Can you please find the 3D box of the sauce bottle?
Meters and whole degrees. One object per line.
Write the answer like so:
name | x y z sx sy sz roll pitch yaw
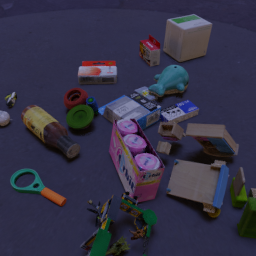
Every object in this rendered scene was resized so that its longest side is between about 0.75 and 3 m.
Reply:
sauce bottle | -2.729 0.109 9.823 0.905 0.905 2.741 -32 48 -31

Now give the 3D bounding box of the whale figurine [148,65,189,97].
whale figurine | 1.787 -2.075 12.213 2.025 1.051 1.611 -31 50 -34

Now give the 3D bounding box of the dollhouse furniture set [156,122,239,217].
dollhouse furniture set | 2.057 1.319 8.718 2.378 1.644 2.519 4 68 38

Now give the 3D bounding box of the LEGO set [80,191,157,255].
LEGO set | -0.336 2.810 6.769 1.740 1.311 2.263 25 42 -15

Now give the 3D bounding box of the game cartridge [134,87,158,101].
game cartridge | 0.810 -1.476 12.223 0.664 0.202 0.996 -21 45 -28

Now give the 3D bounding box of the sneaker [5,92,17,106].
sneaker | -4.989 -1.177 11.792 0.409 0.360 0.968 -7 32 1

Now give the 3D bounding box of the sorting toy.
sorting toy | -1.758 -0.663 10.936 1.260 0.861 2.098 -20 55 0

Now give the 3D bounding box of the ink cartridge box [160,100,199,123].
ink cartridge box | 1.983 -0.604 11.086 1.513 0.334 0.711 -20 46 -22

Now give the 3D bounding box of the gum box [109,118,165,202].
gum box | 0.144 0.879 8.519 0.784 1.346 2.371 -6 40 -21

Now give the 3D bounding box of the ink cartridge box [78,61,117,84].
ink cartridge box | -1.438 -2.918 13.623 1.786 0.552 2.202 -2 43 -2

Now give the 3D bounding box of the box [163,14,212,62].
box | 3.085 -4.735 14.726 1.815 1.824 1.563 -19 46 -22

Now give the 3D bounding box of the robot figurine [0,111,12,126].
robot figurine | -4.941 -0.398 10.683 0.972 0.549 0.824 12 20 13

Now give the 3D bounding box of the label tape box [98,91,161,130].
label tape box | -0.022 -0.754 10.974 1.562 0.721 2.181 -30 50 -30

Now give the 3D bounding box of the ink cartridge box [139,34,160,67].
ink cartridge box | 1.109 -4.018 14.399 0.559 1.171 1.334 -16 42 -17

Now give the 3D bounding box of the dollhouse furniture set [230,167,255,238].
dollhouse furniture set | 4.235 1.945 7.390 2.582 1.296 1.692 5 41 6

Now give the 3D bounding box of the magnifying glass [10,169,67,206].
magnifying glass | -2.692 1.794 8.407 2.013 0.225 0.801 22 45 23
